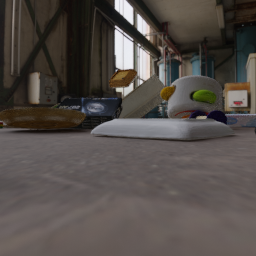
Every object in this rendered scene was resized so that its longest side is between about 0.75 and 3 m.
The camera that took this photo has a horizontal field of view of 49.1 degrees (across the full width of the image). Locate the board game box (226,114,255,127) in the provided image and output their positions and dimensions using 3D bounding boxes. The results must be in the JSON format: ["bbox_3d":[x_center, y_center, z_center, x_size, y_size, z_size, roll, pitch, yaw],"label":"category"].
[{"bbox_3d":[5.946,-0.384,13.902,2.817,0.611,2.804,1,2,19],"label":"board game box"}]

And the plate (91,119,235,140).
[{"bbox_3d":[0.856,-0.021,6.602,2.545,0.412,2.550,2,3,39],"label":"plate"}]

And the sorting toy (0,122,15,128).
[{"bbox_3d":[-4.411,-0.257,12.349,1.391,0.488,2.885,1,2,29],"label":"sorting toy"}]

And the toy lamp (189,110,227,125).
[{"bbox_3d":[2.672,-0.261,9.777,0.746,0.746,2.564,0,4,-1],"label":"toy lamp"}]

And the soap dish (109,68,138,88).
[{"bbox_3d":[-0.290,-2.642,14.851,1.394,1.097,0.566,5,-39,46],"label":"soap dish"}]

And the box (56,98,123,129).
[{"bbox_3d":[-1.669,-0.653,11.585,2.612,0.569,2.092,1,25,10],"label":"box"}]

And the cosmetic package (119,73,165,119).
[{"bbox_3d":[0.736,-1.436,14.664,2.807,1.026,1.453,-36,-21,10],"label":"cosmetic package"}]

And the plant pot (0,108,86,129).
[{"bbox_3d":[-2.786,-0.252,9.293,2.778,0.382,2.778,-2,-6,0],"label":"plant pot"}]

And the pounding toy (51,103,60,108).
[{"bbox_3d":[-3.868,-0.496,15.853,2.295,1.065,1.772,-35,-8,36],"label":"pounding toy"}]

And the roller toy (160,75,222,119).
[{"bbox_3d":[2.797,-1.138,11.842,2.411,1.685,2.199,-9,-26,38],"label":"roller toy"}]
